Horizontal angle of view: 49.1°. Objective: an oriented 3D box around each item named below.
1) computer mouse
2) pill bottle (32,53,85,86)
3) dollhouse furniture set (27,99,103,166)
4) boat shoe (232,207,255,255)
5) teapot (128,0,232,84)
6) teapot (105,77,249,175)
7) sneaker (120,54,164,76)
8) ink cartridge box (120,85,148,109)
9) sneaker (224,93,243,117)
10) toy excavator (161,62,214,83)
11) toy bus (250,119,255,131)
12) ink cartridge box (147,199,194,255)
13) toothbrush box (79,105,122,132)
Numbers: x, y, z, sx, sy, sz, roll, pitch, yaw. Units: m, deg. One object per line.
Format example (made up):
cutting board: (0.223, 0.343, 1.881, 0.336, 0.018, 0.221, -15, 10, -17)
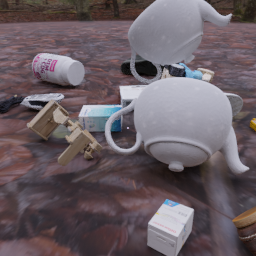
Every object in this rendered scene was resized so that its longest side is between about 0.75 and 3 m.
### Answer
computer mouse: (-3.617, -0.938, 10.776, 2.431, 0.533, 1.333, 0, 20, 13)
pill bottle: (-3.388, -2.834, 13.653, 2.418, 1.371, 1.371, 16, 30, 31)
dollhouse furniture set: (-1.716, 0.313, 7.786, 1.077, 1.261, 2.434, -48, 38, -3)
boat shoe: (2.898, 1.639, 5.246, 2.266, 0.798, 0.797, -19, 69, -28)
teapot: (1.185, -2.463, 7.669, 2.239, 1.657, 2.269, -36, 2, -16)
teapot: (1.217, 0.122, 6.938, 2.630, 1.921, 2.596, -11, -32, 44)
sneaker: (1.011, -3.553, 15.566, 2.618, 1.001, 1.500, 1, 32, 15)
ink cartridge box: (0.543, -1.288, 11.573, 1.715, 0.602, 2.110, -2, 18, -5)
sneaker: (2.411, -0.895, 9.975, 2.977, 1.097, 1.721, -10, 31, -17)
toy excavator: (2.810, -2.150, 12.580, 2.879, 1.438, 2.800, 9, 26, -11)
toy bus: (4.261, -0.055, 9.206, 0.299, 0.248, 0.763, -4, 27, -6)
ink cartridge box: (0.764, 1.790, 5.028, 0.561, 0.552, 0.763, 16, 30, 30)
toothbrush box: (-0.884, -0.341, 9.393, 1.374, 0.586, 1.006, 0, 26, 0)
